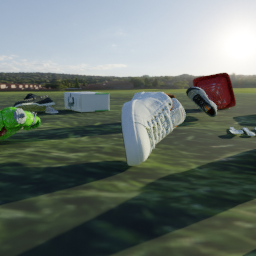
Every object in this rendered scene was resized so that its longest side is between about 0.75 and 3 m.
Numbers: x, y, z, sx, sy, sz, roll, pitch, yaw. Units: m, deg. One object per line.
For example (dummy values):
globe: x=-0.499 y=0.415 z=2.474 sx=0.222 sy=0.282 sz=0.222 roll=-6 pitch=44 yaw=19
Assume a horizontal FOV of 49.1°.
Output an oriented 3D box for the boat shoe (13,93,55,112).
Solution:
boat shoe: x=-4.711 y=-1.320 z=13.907 sx=0.947 sy=0.840 sz=2.534 roll=-31 pitch=-8 yaw=32

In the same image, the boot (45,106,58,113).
boot: x=-3.824 y=-0.927 z=13.985 sx=0.765 sy=0.365 sz=0.281 roll=4 pitch=10 yaw=24

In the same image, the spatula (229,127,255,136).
spatula: x=3.596 y=0.083 z=8.475 sx=1.083 sy=0.125 sz=1.558 roll=1 pitch=9 yaw=13

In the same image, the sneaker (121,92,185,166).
sneaker: x=0.579 y=-0.207 z=5.815 sx=1.185 sy=1.019 sz=2.798 roll=-4 pitch=25 yaw=13

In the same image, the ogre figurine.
ogre figurine: x=-3.338 y=-0.097 z=6.674 sx=2.437 sy=1.196 sz=1.461 roll=12 pitch=-14 yaw=-21

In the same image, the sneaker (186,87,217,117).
sneaker: x=2.905 y=-1.017 z=10.867 sx=1.569 sy=0.580 sz=0.622 roll=39 pitch=25 yaw=-13

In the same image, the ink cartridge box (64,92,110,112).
ink cartridge box: x=-2.295 y=-1.476 z=15.415 sx=1.713 sy=0.987 sz=2.348 roll=-6 pitch=11 yaw=-32

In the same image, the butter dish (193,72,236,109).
butter dish: x=3.674 y=-1.408 z=12.344 sx=1.694 sy=1.699 sz=1.256 roll=-7 pitch=24 yaw=36
